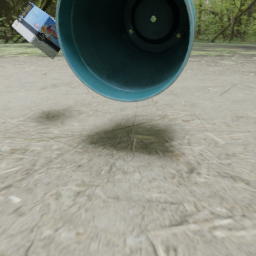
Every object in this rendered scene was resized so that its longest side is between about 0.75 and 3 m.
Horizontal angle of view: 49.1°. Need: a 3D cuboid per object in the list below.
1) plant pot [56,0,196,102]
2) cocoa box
[{"bbox_3d":[0.294,-2.401,6.456,2.829,2.829,2.658,8,30,19],"label":"plant pot"},{"bbox_3d":[-2.509,-2.828,8.115,1.381,0.906,0.921,42,6,36],"label":"cocoa box"}]
